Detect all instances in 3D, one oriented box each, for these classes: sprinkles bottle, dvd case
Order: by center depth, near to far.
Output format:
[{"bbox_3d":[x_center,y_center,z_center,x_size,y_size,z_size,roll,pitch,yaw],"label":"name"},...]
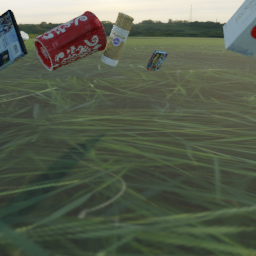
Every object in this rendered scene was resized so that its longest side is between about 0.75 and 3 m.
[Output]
[{"bbox_3d":[-2.323,-1.331,4.756,1.241,0.886,0.109,-27,-15,16],"label":"dvd case"},{"bbox_3d":[-0.373,-3.020,9.601,0.593,1.738,0.593,20,24,-10],"label":"sprinkles bottle"}]

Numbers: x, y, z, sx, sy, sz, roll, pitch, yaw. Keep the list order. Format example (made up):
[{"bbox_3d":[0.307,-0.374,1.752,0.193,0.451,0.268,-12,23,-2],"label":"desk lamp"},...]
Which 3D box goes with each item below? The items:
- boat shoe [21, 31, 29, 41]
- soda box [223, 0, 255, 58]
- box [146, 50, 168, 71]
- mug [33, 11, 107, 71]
[{"bbox_3d":[-3.220,-2.718,8.476,0.309,0.294,0.859,22,17,-32],"label":"boat shoe"},{"bbox_3d":[3.273,-2.803,6.338,0.814,2.558,0.871,13,61,-15],"label":"soda box"},{"bbox_3d":[1.249,-2.913,12.158,0.631,0.923,0.174,-4,50,-34],"label":"box"},{"bbox_3d":[-1.858,-2.881,8.921,2.030,1.802,1.354,-34,74,-24],"label":"mug"}]
